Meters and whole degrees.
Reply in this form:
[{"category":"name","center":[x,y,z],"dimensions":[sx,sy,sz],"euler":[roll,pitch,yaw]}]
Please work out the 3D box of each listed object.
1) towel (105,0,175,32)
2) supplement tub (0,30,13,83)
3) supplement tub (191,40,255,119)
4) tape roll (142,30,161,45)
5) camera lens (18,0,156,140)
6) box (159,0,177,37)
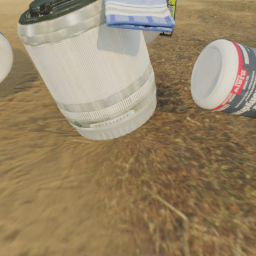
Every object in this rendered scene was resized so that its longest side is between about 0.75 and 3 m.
[{"category":"towel","center":[0.121,-1.554,3.560],"dimensions":[0.832,0.135,1.133],"euler":[2,45,-6]},{"category":"supplement tub","center":[-4.273,-2.354,7.013],"dimensions":[1.895,1.895,2.620],"euler":[-23,64,-32]},{"category":"supplement tub","center":[2.144,-0.814,5.076],"dimensions":[1.725,1.211,1.211],"euler":[9,30,-16]},{"category":"tape roll","center":[-0.104,-3.107,7.654],"dimensions":[2.246,0.742,2.246],"euler":[-7,56,11]},{"category":"camera lens","center":[-0.681,-1.371,5.613],"dimensions":[2.150,2.688,2.150],"euler":[-14,36,10]},{"category":"box","center":[0.813,-3.507,8.544],"dimensions":[1.265,0.349,1.579],"euler":[9,60,2]}]
